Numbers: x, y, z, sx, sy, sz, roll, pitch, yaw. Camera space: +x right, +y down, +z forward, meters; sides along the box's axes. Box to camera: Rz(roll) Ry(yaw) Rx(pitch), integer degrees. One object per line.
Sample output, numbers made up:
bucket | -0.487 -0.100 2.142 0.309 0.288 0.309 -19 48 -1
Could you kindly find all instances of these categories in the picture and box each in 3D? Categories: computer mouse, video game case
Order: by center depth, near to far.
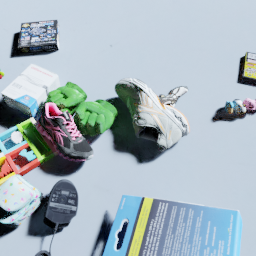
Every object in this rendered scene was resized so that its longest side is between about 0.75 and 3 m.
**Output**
computer mouse | -1.908 2.722 7.266 0.835 0.485 2.848 19 60 -16
video game case | 5.201 -2.199 10.610 1.594 0.203 1.441 15 58 9

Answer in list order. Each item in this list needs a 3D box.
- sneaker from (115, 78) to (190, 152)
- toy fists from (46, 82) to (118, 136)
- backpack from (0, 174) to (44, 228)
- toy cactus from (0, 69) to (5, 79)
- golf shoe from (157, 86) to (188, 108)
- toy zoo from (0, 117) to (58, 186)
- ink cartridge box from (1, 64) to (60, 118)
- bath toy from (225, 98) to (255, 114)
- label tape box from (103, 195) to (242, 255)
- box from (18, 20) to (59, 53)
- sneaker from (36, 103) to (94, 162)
sneaker | 0.461 -0.455 8.958 2.976 1.127 1.369 39 69 24
toy fists | -1.593 -0.624 9.192 2.457 0.845 1.253 30 62 17
backpack | -3.017 1.965 7.434 1.075 0.937 1.222 33 68 14
toy cactus | -4.049 -1.711 8.220 1.075 0.550 0.887 4 47 11
golf shoe | 1.536 -0.964 9.650 1.365 0.531 0.645 -25 66 -6
toy zoo | -3.637 0.829 8.512 2.485 0.254 1.630 -32 62 -22
ink cartridge box | -3.304 -1.311 9.689 1.178 0.680 1.624 25 58 13
bath toy | 4.063 -0.812 9.497 1.440 0.532 0.626 -10 57 -7
label tape box | 1.017 2.899 6.631 2.997 0.991 2.147 0 53 29
box | -3.647 -3.785 11.551 1.574 0.391 1.562 -7 56 -4
sneaker | -1.887 0.069 8.456 2.305 1.099 0.911 37 33 19
